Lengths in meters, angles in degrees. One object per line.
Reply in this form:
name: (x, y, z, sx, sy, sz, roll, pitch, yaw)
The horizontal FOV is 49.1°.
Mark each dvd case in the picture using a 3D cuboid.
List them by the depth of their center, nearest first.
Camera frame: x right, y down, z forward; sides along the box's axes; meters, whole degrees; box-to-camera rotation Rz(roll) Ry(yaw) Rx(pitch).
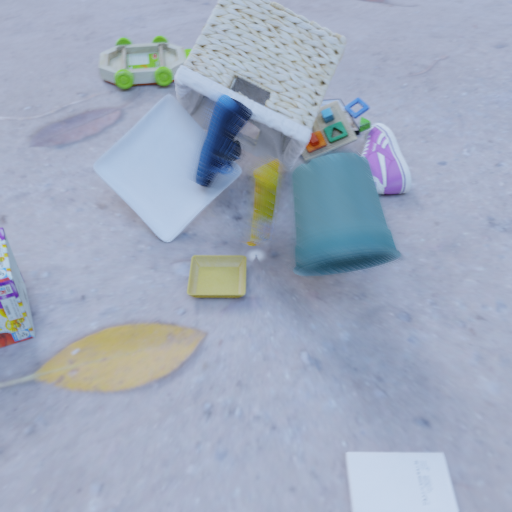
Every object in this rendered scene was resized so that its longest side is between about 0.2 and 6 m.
dvd case: (1.846, -3.608, 14.655, 1.272, 0.156, 1.783, -7, 43, -8)

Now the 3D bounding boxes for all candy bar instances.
candy bar: (0.106, -0.792, 9.180, 0.482, 1.934, 0.214, -32, 63, -24)

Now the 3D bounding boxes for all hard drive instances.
hard drive: (1.886, 3.016, 7.364, 1.317, 0.167, 0.869, 0, 42, 0)

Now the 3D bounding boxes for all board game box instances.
board game box: (-5.162, 0.799, 8.886, 2.716, 1.399, 1.424, -17, 45, -18)

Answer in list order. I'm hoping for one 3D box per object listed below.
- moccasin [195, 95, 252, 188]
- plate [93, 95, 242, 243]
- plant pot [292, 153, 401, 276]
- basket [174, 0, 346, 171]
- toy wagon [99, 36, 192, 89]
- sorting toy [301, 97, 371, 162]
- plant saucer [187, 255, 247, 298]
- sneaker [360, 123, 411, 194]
moccasin: (-0.625, -1.933, 10.292, 0.721, 2.115, 0.851, 19, 57, -6)
plate: (-1.750, -1.712, 11.159, 2.142, 0.346, 2.137, -44, 94, -3)
plant pot: (1.270, -0.636, 8.749, 1.648, 1.648, 1.614, -7, 79, -8)
basket: (0.057, -3.527, 11.598, 2.795, 2.820, 2.268, 25, 85, -3)
toy wagon: (-2.984, -5.776, 16.687, 3.256, 0.644, 2.526, -6, 43, -7)
sorting toy: (1.518, -3.011, 13.237, 2.530, 0.345, 1.425, -23, 58, 6)
plant saucer: (-0.691, 0.418, 10.165, 1.032, 0.250, 1.032, 0, 42, 1)
sneaker: (2.520, -2.235, 12.678, 1.312, 0.834, 2.301, -7, 43, -3)
